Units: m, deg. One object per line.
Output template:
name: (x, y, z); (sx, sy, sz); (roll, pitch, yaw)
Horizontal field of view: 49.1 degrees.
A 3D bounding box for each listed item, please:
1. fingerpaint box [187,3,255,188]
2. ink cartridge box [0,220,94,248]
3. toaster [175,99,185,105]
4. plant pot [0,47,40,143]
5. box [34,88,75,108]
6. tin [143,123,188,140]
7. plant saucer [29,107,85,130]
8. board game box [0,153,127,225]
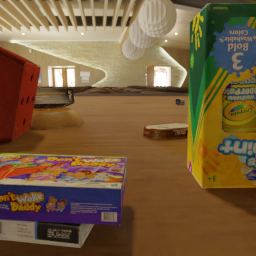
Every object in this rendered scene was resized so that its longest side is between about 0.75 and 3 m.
fingerpaint box: (2.296, -0.417, 3.853); (2.764, 2.306, 1.014); (0, 9, 1)
ink cartridge box: (-0.814, 0.788, 2.844); (1.052, 0.250, 1.065); (1, 10, 8)
toaster: (3.572, -1.765, 19.101); (0.486, 0.427, 0.752); (1, 8, -19)
plant pot: (-3.692, -0.919, 6.948); (2.433, 2.761, 2.758); (12, 7, -8)
box: (-3.713, -1.030, 11.437); (2.077, 0.634, 2.622); (-5, -5, -38)
tin: (1.131, 0.075, 7.393); (1.554, 0.325, 0.870); (-4, 5, -26)
plant saucer: (-2.998, -0.393, 9.681); (2.981, 0.528, 2.981); (0, 8, 0)
board game box: (-0.751, 0.533, 2.715); (1.437, 0.322, 0.966); (2, 9, 2)
